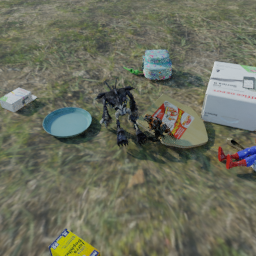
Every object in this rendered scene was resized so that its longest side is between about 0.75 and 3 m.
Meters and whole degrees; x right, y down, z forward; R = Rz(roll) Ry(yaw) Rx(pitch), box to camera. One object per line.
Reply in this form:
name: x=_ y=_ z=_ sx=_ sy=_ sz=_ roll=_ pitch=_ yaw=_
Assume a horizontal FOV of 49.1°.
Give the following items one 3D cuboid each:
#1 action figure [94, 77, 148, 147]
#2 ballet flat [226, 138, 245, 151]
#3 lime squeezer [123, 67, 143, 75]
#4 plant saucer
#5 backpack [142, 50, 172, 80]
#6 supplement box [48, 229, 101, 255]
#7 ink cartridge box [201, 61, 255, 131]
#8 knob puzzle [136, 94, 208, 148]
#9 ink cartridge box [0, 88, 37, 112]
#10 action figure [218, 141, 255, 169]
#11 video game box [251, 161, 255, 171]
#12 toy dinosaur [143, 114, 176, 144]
action figure: x=-0.279 y=-0.521 z=10.167 sx=1.588 sy=1.363 sz=2.671 roll=-12 pitch=56 yaw=-11
ballet flat: x=3.744 y=0.600 z=9.616 sx=0.324 sy=0.223 sz=0.962 roll=-16 pitch=41 yaw=-19
lime squeezer: x=0.324 y=-2.852 z=13.885 sx=1.271 sy=0.240 sz=0.449 roll=13 pitch=45 yaw=9
plant saucer: x=-2.278 y=-0.188 z=10.592 sx=1.810 sy=0.248 sz=1.810 roll=0 pitch=38 yaw=0
backpack: x=1.408 y=-3.022 z=13.462 sx=1.430 sy=1.213 sz=1.611 roll=-2 pitch=44 yaw=-2
supplement box: x=-1.205 y=2.920 z=6.418 sx=1.057 sy=0.579 sz=0.575 roll=23 pitch=44 yaw=25
ink cartridge box: x=4.304 y=-1.399 z=11.291 sx=2.152 sy=1.243 sz=2.959 roll=13 pitch=40 yaw=15
knob puzzle: x=1.767 y=-0.068 z=10.141 sx=2.604 sy=0.361 sz=2.604 roll=9 pitch=46 yaw=-10
ink cartridge box: x=-4.576 y=-1.260 z=11.765 sx=0.775 sy=0.446 sz=1.324 roll=20 pitch=43 yaw=23
action figure: x=4.452 y=0.754 z=8.982 sx=2.918 sy=0.754 sz=0.954 roll=-4 pitch=16 yaw=-8
video game box: x=4.518 y=1.277 z=8.630 sx=1.058 sy=0.248 sz=0.963 roll=-5 pitch=25 yaw=-7
toy dinosaur: x=1.049 y=0.009 z=9.202 sx=1.245 sy=0.636 sz=0.845 roll=19 pitch=47 yaw=12
